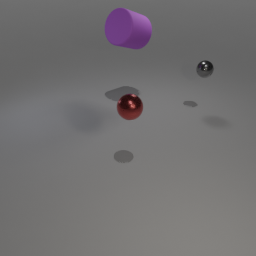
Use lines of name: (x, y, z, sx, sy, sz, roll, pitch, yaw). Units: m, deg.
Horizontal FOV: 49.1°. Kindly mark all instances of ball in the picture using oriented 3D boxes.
ball: (3.161, -2.417, 11.508, 0.700, 0.700, 0.700, 0, 30, 0)
ball: (0.052, -0.551, 7.349, 0.700, 0.700, 0.700, 0, 30, 0)

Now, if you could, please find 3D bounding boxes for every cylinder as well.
cylinder: (0.022, -3.957, 11.278, 1.400, 1.400, 1.400, 22, 19, 33)
